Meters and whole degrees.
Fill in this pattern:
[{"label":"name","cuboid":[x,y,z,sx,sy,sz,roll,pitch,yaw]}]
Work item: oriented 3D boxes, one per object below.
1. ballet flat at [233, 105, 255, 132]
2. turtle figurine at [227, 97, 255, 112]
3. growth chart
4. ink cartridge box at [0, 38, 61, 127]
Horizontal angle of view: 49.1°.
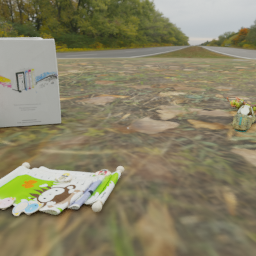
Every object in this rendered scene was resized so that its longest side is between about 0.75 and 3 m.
[{"label":"ballet flat","cuboid":[3.167,-0.338,7.594,0.570,0.570,1.612,8,18,26]},{"label":"turtle figurine","cuboid":[3.768,-0.738,9.128,0.996,0.398,1.235,11,5,5]},{"label":"growth chart","cuboid":[-1.121,0.880,4.184,1.939,0.172,1.403,2,18,9]},{"label":"ink cartridge box","cuboid":[-2.831,-1.366,7.938,1.650,2.281,1.679,-4,17,-14]}]
